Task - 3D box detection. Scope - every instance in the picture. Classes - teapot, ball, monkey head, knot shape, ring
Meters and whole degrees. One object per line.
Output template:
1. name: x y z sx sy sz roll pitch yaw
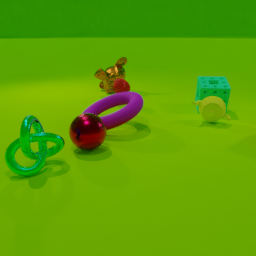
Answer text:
1. teapot: -0.249 -1.477 10.270 0.665 0.523 1.069 36 -20 -15
2. ball: -0.939 0.087 6.558 0.878 0.878 0.878 0 20 0
3. teapot: 2.479 -0.548 8.375 1.271 0.790 0.622 27 26 4
4. monkey head: -0.811 -2.302 12.286 1.391 1.934 1.165 28 33 -27
5. knot shape: -1.805 0.370 5.657 0.544 1.177 1.101 18 4 40
6. ring: -0.481 -0.500 8.081 1.944 0.389 1.944 -18 25 9

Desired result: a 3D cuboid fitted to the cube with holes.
1. cube with holes: 2.866 -1.139 9.585 0.940 0.940 0.940 2 34 5
